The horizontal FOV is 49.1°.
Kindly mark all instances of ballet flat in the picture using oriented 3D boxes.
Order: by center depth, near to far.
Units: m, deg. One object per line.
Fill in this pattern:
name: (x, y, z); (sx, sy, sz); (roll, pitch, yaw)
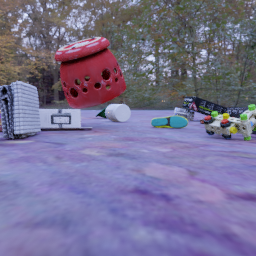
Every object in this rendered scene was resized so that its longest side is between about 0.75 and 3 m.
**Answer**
ballet flat: (1.608, -0.208, 10.750); (1.461, 0.488, 0.490); (0, -8, 21)

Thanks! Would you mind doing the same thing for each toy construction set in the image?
toy construction set: (2.775, -0.160, 7.476); (1.215, 0.854, 1.854); (-28, 8, -23)

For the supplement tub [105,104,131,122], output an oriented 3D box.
supplement tub: (-0.562, -0.806, 14.969); (0.945, 0.945, 1.432); (-2, 6, -25)

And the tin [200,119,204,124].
tin: (3.978, -0.308, 13.296); (1.203, 0.252, 0.674); (-2, 1, -27)

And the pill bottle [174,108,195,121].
pill bottle: (3.226, -0.770, 16.075); (1.112, 0.633, 0.633); (11, 7, 15)

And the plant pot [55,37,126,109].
plant pot: (-1.408, -2.121, 10.400); (2.329, 2.121, 2.329); (-12, 25, 6)

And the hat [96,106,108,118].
hat: (-1.132, -0.691, 18.665); (1.576, 1.387, 1.305); (-36, 0, 14)

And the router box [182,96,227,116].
router box: (4.356, -1.084, 15.557); (2.282, 0.709, 1.710); (19, 5, -7)

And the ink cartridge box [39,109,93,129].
ink cartridge box: (-2.279, -0.315, 10.025); (1.997, 0.678, 1.159); (0, 1, -9)

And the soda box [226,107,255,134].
soda box: (4.193, -0.231, 8.534); (0.910, 0.815, 2.572); (-1, 5, -21)

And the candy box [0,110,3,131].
candy box: (-4.117, -0.324, 10.345); (1.525, 0.738, 2.614); (1, 6, 0)

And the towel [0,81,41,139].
towel: (-3.007, -0.468, 7.747); (0.744, 1.440, 1.739); (-3, 3, -1)
